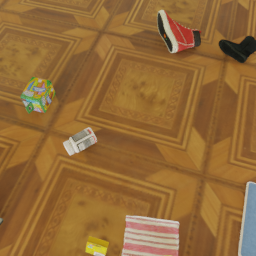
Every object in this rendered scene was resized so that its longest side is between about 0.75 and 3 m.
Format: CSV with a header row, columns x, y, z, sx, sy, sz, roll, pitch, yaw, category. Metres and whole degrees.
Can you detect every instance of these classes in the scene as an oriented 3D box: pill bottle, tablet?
x,y,z,sx,sy,sz,roll,pitch,yaw,category
-1.724,0.491,10.065,1.088,0.620,0.620,-29,63,-16,pill bottle
4.420,3.042,8.785,1.637,0.172,2.516,16,59,10,tablet

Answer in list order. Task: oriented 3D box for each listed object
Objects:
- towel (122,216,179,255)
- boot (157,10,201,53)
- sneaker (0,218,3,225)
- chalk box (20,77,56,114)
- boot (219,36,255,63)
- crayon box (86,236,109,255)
x,y,z,sx,sy,sz,roll,pitch,yaw,category
0.655,3.809,8.219,1.714,0.350,2.342,6,59,3,towel
2.422,-4.633,13.075,1.696,0.851,2.351,-16,68,-10,boot
-4.666,2.393,8.917,0.819,0.763,2.065,-27,68,-26,sneaker
-3.557,-1.179,10.957,0.837,0.843,1.351,13,61,8,chalk box
5.026,-3.742,12.635,1.515,0.578,1.273,41,71,14,boot
-0.884,3.406,8.049,0.604,0.952,0.242,17,50,2,crayon box
